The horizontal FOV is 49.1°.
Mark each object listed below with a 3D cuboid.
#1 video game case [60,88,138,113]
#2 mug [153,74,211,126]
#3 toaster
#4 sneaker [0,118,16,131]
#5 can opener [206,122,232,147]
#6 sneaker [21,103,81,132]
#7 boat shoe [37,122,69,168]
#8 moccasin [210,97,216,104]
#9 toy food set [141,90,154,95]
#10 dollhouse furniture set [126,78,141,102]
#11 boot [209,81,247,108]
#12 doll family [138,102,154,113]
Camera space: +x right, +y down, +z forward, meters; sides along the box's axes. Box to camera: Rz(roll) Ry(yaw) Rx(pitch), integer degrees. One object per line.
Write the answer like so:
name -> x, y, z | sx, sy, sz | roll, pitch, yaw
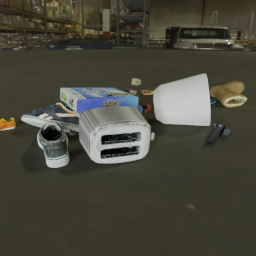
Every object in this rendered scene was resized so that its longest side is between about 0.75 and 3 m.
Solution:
video game case -> -1.163, -1.147, 10.863 | 2.402, 0.546, 2.177 | -5, 20, -28
mug -> 2.188, -0.877, 11.485 | 2.105, 2.565, 2.054 | -5, 52, 11
toaster -> -0.473, 0.184, 8.554 | 2.472, 1.405, 1.597 | -3, 22, -20
sneaker -> -4.929, -0.099, 10.682 | 0.462, 0.488, 1.266 | 15, 27, 33
can opener -> 3.137, 0.189, 9.815 | 0.660, 0.532, 1.679 | 15, 25, 34
sneaker -> -2.798, -0.436, 10.587 | 2.385, 0.947, 0.935 | 9, -13, 11
boat shoe -> -2.353, 0.264, 8.966 | 0.979, 0.963, 2.717 | -9, 22, -22
moccasin -> 3.701, -1.548, 14.450 | 1.741, 0.594, 0.700 | -3, 20, -7
toy food set -> 1.167, -2.130, 16.635 | 0.753, 0.185, 0.761 | -9, 23, -22
dollhouse furniture set -> -0.516, -1.813, 13.701 | 1.821, 1.443, 1.292 | 4, 8, -29
boot -> 5.622, -1.757, 14.847 | 2.134, 0.806, 2.436 | -14, 20, -1
doll family -> -0.103, -0.787, 11.884 | 1.614, 1.095, 2.791 | -8, 26, -32
